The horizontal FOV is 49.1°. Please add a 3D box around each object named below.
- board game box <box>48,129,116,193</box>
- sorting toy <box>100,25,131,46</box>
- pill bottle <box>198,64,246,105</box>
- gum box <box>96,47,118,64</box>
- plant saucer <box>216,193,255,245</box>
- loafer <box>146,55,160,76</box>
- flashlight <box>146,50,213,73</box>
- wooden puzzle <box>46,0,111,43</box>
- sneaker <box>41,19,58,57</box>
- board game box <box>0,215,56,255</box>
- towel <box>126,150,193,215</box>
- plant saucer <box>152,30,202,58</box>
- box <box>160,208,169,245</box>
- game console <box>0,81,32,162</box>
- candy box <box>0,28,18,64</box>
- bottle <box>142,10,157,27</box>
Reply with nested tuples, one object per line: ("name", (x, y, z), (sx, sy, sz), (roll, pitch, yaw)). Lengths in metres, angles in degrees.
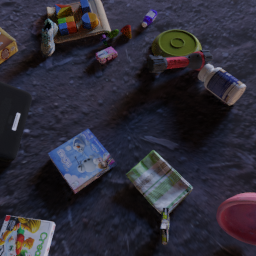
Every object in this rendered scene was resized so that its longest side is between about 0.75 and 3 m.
("board game box", (-1.504, 1.025, 9.162), (1.596, 0.348, 1.603), (-34, 64, -18))
("sorting toy", (-0.454, -4.006, 12.356), (1.566, 0.543, 0.539), (-26, 85, -18))
("pill bottle", (3.476, -1.684, 10.536), (0.916, 0.916, 1.651), (-37, 65, -21))
("gum box", (-0.881, -3.064, 11.788), (0.829, 0.274, 0.471), (-31, 61, -18))
("plant saucer", (3.362, 2.357, 7.347), (1.961, 1.961, 0.497), (18, 46, 11))
("loafer", (1.031, -2.518, 11.478), (0.371, 0.325, 1.032), (0, 60, -35))
("flashlight", (2.052, -2.564, 10.992), (2.484, 0.841, 0.844), (-9, 62, -16))
("wooden puzzle", (-2.331, -5.120, 12.881), (2.681, 0.621, 2.484), (-12, 59, -8))
("sneaker", (-3.464, -3.829, 11.846), (0.623, 0.693, 1.605), (3, 79, 11))
("board game box", (-2.943, 3.579, 7.523), (1.399, 0.383, 2.216), (7, 58, 3))
("towel", (0.967, 1.666, 8.670), (1.310, 0.269, 1.756), (-39, 71, -18))
("plant saucer", (2.120, -3.570, 12.080), (2.181, 0.339, 2.181), (0, 58, 0))
("box", (1.032, 2.710, 7.757), (0.175, 0.632, 0.788), (0, 28, 13))
("game console", (-5.092, -0.170, 9.855), (2.538, 1.680, 2.886), (21, 53, -28))
("candy box", (-6.159, -3.014, 11.218), (1.706, 0.826, 2.924), (40, 66, 4))
("bottle", (0.974, -5.078, 13.026), (0.431, 0.337, 1.031), (24, 61, 13))
